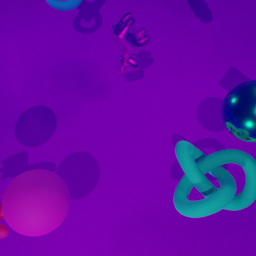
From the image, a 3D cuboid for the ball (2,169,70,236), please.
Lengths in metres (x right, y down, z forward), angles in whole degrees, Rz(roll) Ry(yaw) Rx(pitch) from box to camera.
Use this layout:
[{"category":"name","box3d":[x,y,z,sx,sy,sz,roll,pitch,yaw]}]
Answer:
[{"category":"ball","box3d":[-1.737,1.411,5.359,1.237,1.237,1.237,0,66,0]}]

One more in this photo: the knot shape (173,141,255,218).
[{"category":"knot shape","box3d":[1.541,0.875,5.490,1.775,0.820,1.661,-18,48,-20]}]

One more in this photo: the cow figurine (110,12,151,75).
[{"category":"cow figurine","box3d":[-0.065,-2.070,7.174,1.327,1.348,0.740,-36,42,21]}]

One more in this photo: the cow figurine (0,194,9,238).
[{"category":"cow figurine","box3d":[-3.172,1.496,5.373,1.594,1.620,0.889,1,48,16]}]

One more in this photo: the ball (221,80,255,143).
[{"category":"ball","box3d":[2.200,-0.292,4.893,1.093,1.093,1.093,0,66,0]}]

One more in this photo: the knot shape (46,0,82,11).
[{"category":"knot shape","box3d":[-1.781,-4.033,7.709,0.769,1.664,1.557,4,98,43]}]
